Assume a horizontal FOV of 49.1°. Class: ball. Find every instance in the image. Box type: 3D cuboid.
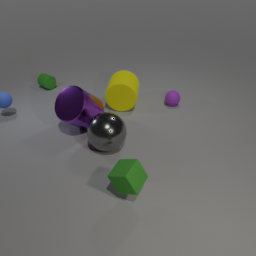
[{"bbox_3d":[-5.231,-1.166,11.761,0.700,0.700,0.700,0,33,0],"label":"ball"},{"bbox_3d":[2.060,-1.383,12.898,0.700,0.700,0.700,0,33,0],"label":"ball"},{"bbox_3d":[-0.745,0.135,9.884,1.400,1.400,1.400,0,33,0],"label":"ball"}]

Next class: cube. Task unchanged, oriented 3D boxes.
[{"bbox_3d":[0.004,1.339,7.746,0.700,0.700,0.700,-7,34,40],"label":"cube"}]

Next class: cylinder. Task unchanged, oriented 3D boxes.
[{"bbox_3d":[-0.238,-1.688,12.669,1.400,1.400,1.400,3,35,5],"label":"cylinder"},{"bbox_3d":[-1.847,-0.749,10.789,1.400,1.400,1.400,20,-3,29],"label":"cylinder"},{"bbox_3d":[-4.186,-2.411,14.456,0.700,0.700,0.700,23,39,35],"label":"cylinder"}]
